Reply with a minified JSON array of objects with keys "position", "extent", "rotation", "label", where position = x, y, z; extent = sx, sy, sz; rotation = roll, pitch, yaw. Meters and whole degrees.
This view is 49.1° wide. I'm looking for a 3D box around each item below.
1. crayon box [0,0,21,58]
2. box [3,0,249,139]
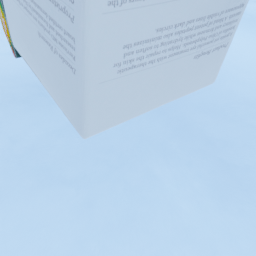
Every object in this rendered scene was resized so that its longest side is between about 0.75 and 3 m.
[{"position":[-3.086,-3.088,7.433],"extent":[0.621,1.553,2.446],"rotation":[-17,43,-20],"label":"crayon box"},{"position":[-0.157,-1.986,4.463],"extent":[2.894,2.491,2.908],"rotation":[-25,55,-27],"label":"box"}]
